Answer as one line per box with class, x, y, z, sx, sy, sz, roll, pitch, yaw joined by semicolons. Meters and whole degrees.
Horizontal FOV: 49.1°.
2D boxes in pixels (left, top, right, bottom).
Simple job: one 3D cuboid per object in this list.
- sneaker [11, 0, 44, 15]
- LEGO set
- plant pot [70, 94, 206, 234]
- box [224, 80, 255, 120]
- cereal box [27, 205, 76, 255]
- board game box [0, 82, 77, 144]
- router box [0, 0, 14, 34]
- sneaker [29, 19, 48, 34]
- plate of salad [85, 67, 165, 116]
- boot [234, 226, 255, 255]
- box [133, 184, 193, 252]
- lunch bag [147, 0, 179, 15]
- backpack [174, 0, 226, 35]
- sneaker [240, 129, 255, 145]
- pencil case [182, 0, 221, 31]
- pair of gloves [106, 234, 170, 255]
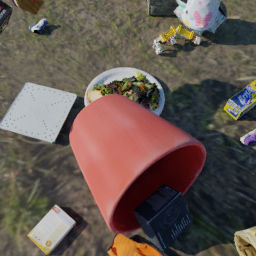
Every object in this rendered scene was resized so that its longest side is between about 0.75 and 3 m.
sneaker;-2.572;-3.163;6.561;0.738;1.637;0.614;34;94;-5
LEGO set;1.773;-3.373;10.597;1.921;0.715;0.884;-16;95;-15
plant pot;0.033;0.653;6.932;2.874;2.874;2.543;-32;55;-18
box;3.933;-0.988;9.073;1.678;0.539;0.588;-33;65;-19
cereal box;-1.922;2.571;7.120;0.723;0.199;1.005;35;65;19
board game box;-2.820;-0.507;8.958;1.863;0.241;1.863;15;60;8
router box;-4.188;-2.221;6.190;2.013;0.835;2.687;33;66;-21
sneaker;-3.451;-3.933;11.024;0.759;0.307;0.439;-32;68;-10
plate of salad;-0.108;-1.073;9.078;2.620;0.629;2.620;0;58;0
boot;3.651;2.212;6.844;2.267;1.062;2.917;-9;64;-7
box;0.860;2.143;6.755;1.060;1.079;0.669;-36;29;-24
lunch bag;1.560;-5.682;11.567;1.598;1.146;1.949;-1;64;-1
backpack;2.703;-4.275;10.419;1.751;1.318;1.554;22;24;-33
sneaker;3.826;0.258;8.511;0.846;0.341;0.353;-30;78;-7
pencil case;1.914;-3.429;6.911;0.893;1.968;0.818;31;59;18
pair of gloves;0.153;3.831;6.312;2.145;0.298;2.408;27;64;12
